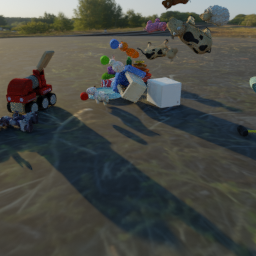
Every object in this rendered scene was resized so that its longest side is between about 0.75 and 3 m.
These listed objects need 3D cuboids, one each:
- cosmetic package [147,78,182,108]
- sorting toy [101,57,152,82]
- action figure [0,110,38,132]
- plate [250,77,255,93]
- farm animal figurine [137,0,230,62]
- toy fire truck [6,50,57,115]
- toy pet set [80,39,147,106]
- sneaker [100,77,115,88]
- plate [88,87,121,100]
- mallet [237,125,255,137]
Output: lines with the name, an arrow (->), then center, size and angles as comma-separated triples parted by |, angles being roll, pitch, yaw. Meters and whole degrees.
cosmetic package -> 1.370, -1.377, 10.764 | 0.891, 0.886, 1.065 | -11, 25, -25
sorting toy -> -0.063, -3.094, 14.721 | 2.675, 1.098, 1.607 | 3, 23, 10
action figure -> -3.476, -0.234, 8.500 | 1.465, 0.508, 0.953 | 3, 28, 16
plate -> 5.285, -1.519, 11.088 | 0.154, 1.203, 1.203 | -42, 32, -6
farm animal figurine -> 1.411, -2.500, 7.530 | 1.986, 2.008, 1.047 | 19, 45, -3
toy fire truck -> -3.293, -1.639, 9.836 | 1.327, 2.062, 1.815 | 6, 22, 17
toy pet set -> -0.407, -2.095, 10.593 | 2.354, 2.521, 1.339 | 17, 33, -35
sneaker -> -0.932, -2.147, 13.282 | 0.688, 0.435, 1.223 | 4, 24, 4
plate -> -1.000, -1.532, 12.059 | 1.682, 0.215, 1.682 | 1, 22, 0
mallet -> 3.713, 0.077, 8.130 | 1.105, 0.227, 0.364 | -1, 27, -12
